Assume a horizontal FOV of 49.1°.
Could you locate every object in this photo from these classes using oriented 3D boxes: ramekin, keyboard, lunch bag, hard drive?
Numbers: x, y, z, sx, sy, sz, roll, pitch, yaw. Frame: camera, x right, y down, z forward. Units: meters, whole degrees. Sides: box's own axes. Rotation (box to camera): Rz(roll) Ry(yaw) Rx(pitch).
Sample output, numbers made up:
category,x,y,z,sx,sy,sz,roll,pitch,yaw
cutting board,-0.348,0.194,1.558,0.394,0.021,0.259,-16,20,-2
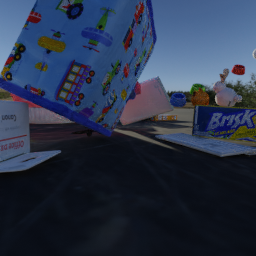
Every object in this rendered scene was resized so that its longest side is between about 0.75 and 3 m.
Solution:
category,x,y,z,sx,sy,sz,roll,pitch,yaw
ramekin,-2.831,-0.926,10.655,2.690,1.412,2.690,0,4,0
keyboard,1.122,0.227,4.568,0.603,0.114,2.144,1,4,-17
lunch bag,-0.320,-1.010,4.717,1.343,2.149,2.855,23,-4,22
hard drive,0.312,-0.674,7.413,1.515,0.999,0.199,-16,31,27

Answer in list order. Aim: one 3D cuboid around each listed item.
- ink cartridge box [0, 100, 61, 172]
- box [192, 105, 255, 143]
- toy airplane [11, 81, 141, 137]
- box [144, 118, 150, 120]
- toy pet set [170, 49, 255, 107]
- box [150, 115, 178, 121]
category,x,y,z,sx,sy,sz,roll,pitch,yaw
ink cartridge box,-1.958,0.046,3.163,2.132,0.720,1.242,0,5,3
box,1.979,-0.051,4.601,1.721,0.553,0.603,6,3,28
toy airplane,-1.110,-1.231,5.823,2.904,2.904,0.534,-3,-5,-35
box,0.152,-0.644,12.257,1.094,0.611,1.550,1,4,-24
toy pet set,2.884,-1.160,5.875,2.938,1.560,2.743,-28,45,-34
box,1.524,-0.458,12.109,1.247,0.259,0.742,0,4,-26
